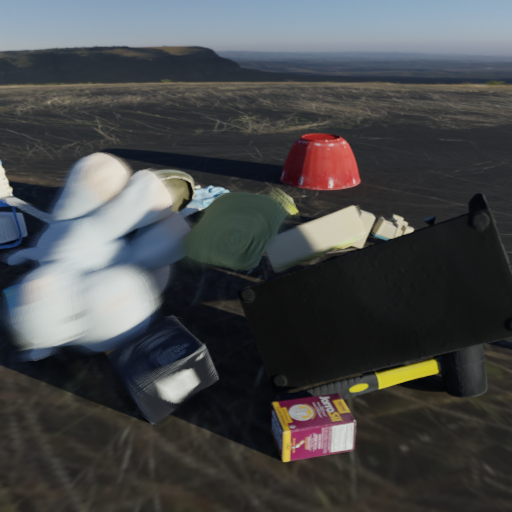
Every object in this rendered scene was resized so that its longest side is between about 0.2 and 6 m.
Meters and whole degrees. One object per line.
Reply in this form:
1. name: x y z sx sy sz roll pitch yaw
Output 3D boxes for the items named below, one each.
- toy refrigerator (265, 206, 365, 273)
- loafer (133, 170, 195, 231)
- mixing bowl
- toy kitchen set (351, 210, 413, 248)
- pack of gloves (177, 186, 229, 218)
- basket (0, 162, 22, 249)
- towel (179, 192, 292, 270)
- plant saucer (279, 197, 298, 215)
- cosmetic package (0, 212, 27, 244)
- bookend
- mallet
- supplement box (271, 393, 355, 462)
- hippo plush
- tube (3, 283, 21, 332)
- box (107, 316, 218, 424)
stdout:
1. toy refrigerator: 0.963 -0.242 9.320 1.581 0.553 0.600 -22 -10 -2
2. loafer: -2.400 -0.940 11.553 2.923 1.099 1.018 -26 38 -31
3. mixing bowl: 1.782 -2.697 15.582 2.262 1.225 2.262 -1 22 0
4. toy kitchen set: 2.376 -0.502 11.081 1.149 0.677 0.921 18 19 -9
5. pack of gloves: -2.020 -1.577 13.698 2.215 0.520 2.637 12 25 30
6. basket: -5.267 -0.914 10.199 1.642 1.862 1.295 -18 28 -35
7. towel: -0.288 -0.335 7.197 1.542 0.281 1.144 11 60 49
8. plant saucer: 0.473 -0.963 11.193 0.539 0.540 0.129 -1 60 37
9. cosmetic package: -5.227 -0.445 10.728 0.714 0.520 1.404 5 21 36
10. bookend: 1.626 0.326 6.790 2.692 1.248 2.709 -19 2 23
11. mallet: 1.442 1.478 6.204 2.416 0.796 0.497 -19 6 -7
12. supplement box: 0.555 1.701 5.588 0.738 0.381 0.483 -5 22 -13
13. hippo plush: -2.212 0.031 7.188 2.712 2.160 2.180 11 32 -6
14. tube: -3.412 0.648 8.290 0.629 0.409 1.624 -17 21 -19
15. box: -1.044 1.238 6.251 0.874 0.522 0.889 -31 33 -20
